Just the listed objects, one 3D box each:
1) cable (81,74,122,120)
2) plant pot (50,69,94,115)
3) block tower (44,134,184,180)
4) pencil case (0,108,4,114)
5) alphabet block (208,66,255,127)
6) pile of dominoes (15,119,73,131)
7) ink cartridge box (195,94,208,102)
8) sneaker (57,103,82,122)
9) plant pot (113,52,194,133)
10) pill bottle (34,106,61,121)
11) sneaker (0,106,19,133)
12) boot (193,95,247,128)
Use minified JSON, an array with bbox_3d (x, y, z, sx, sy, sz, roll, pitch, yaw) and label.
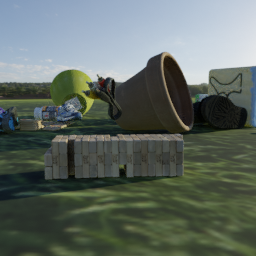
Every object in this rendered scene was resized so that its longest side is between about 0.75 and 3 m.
[{"bbox_3d":[-0.514,-0.811,7.212,0.406,0.784,1.614,44,-1,31],"label":"cable"},{"bbox_3d":[-3.021,-1.665,15.568,2.653,2.653,2.835,-2,23,-12],"label":"plant pot"},{"bbox_3d":[-0.178,0.466,4.825,2.374,0.641,0.686,-1,8,-6],"label":"block tower"},{"bbox_3d":[-6.279,-0.683,13.557,0.666,0.678,1.586,-8,9,-29],"label":"pencil case"},{"bbox_3d":[5.253,-1.400,12.260,2.499,2.485,2.545,-2,9,-28],"label":"alphabet block"},{"bbox_3d":[-3.428,-0.257,11.318,1.975,0.403,2.534,1,8,5],"label":"pile of dominoes"},{"bbox_3d":[4.353,-1.164,14.995,0.723,1.255,1.720,-3,8,-19],"label":"ink cartridge box"},{"bbox_3d":[-2.554,-0.674,11.853,0.706,0.780,1.831,-7,5,-39],"label":"sneaker"},{"bbox_3d":[0.735,-0.949,9.804,2.374,2.723,2.723,-17,-2,29],"label":"plant pot"},{"bbox_3d":[-3.692,-0.661,13.164,1.265,0.736,0.736,0,7,2],"label":"pill bottle"},{"bbox_3d":[-4.409,-0.314,9.960,0.832,0.744,2.031,-8,12,-11],"label":"sneaker"},{"bbox_3d":[2.981,-0.626,10.769,2.862,1.077,2.139,15,1,-43],"label":"boot"}]
